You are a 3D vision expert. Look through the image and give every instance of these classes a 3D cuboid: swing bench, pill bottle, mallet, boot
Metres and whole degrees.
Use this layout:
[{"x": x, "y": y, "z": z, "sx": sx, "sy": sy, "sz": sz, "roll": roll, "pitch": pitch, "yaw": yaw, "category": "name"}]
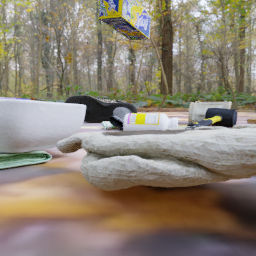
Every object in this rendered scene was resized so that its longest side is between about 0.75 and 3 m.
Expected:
[{"x": 2.893, "y": -0.529, "z": 9.817, "sx": 1.307, "sy": 0.852, "sz": 1.314, "roll": 2, "pitch": 5, "yaw": 23, "category": "swing bench"}, {"x": 0.408, "y": -0.014, "z": 4.952, "sx": 0.926, "sy": 0.483, "sz": 0.483, "roll": 2, "pitch": 4, "yaw": 12, "category": "pill bottle"}, {"x": 2.428, "y": -0.171, "z": 7.803, "sx": 0.934, "sy": 0.584, "sz": 2.836, "roll": 6, "pitch": 11, "yaw": 26, "category": "mallet"}, {"x": -0.205, "y": -0.274, "z": 7.453, "sx": 0.783, "sy": 0.415, "sz": 1.189, "roll": -3, "pitch": 21, "yaw": -42, "category": "boot"}, {"x": -1.003, "y": -0.789, "z": 11.874, "sx": 2.904, "sy": 1.063, "sz": 2.186, "roll": 4, "pitch": 5, "yaw": 4, "category": "boot"}]

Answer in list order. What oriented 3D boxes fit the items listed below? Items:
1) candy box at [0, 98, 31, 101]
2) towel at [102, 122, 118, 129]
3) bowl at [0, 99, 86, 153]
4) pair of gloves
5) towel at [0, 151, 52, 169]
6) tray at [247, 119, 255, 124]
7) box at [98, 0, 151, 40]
[{"x": -5.719, "y": -0.750, "z": 11.661, "sx": 2.659, "sy": 1.024, "sz": 2.248, "roll": 2, "pitch": 3, "yaw": 43, "category": "candy box"}, {"x": -0.044, "y": -0.060, "z": 8.107, "sx": 1.365, "sy": 0.160, "sz": 1.041, "roll": 1, "pitch": 5, "yaw": -9, "category": "towel"}, {"x": -1.268, "y": -0.030, "z": 3.096, "sx": 1.346, "sy": 0.502, "sz": 1.344, "roll": 2, "pitch": 2, "yaw": 18, "category": "bowl"}, {"x": 0.940, "y": 0.194, "z": 2.295, "sx": 2.211, "sy": 0.456, "sz": 2.600, "roll": -1, "pitch": 0, "yaw": 38, "category": "pair of gloves"}, {"x": -1.909, "y": 0.254, "z": 3.066, "sx": 1.791, "sy": 0.209, "sz": 1.366, "roll": 4, "pitch": 5, "yaw": 45, "category": "towel"}, {"x": 5.196, "y": -0.270, "z": 10.928, "sx": 0.970, "sy": 0.180, "sz": 0.478, "roll": -1, "pitch": 4, "yaw": -23, "category": "tray"}, {"x": -0.018, "y": -3.789, "z": 9.577, "sx": 0.856, "sy": 0.933, "sz": 2.664, "roll": 6, "pitch": 4, "yaw": 21, "category": "box"}]
